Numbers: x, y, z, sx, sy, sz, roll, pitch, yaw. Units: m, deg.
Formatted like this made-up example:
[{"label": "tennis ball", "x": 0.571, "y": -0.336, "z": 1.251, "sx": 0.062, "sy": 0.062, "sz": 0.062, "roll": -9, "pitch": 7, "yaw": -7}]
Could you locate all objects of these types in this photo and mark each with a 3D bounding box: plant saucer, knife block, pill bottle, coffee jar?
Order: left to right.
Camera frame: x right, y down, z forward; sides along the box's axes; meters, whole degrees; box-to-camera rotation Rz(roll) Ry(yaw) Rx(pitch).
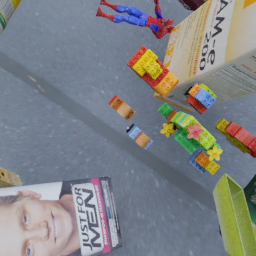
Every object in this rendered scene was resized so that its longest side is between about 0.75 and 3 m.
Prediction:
[{"label": "knife block", "x": -2.696, "y": 1.300, "z": 5.561, "sx": 1.041, "sy": 1.186, "sz": 0.379, "roll": -39, "pitch": 53, "yaw": 1}, {"label": "pill bottle", "x": -2.832, "y": -3.472, "z": 5.874, "sx": 1.605, "sy": 1.605, "sz": 2.846, "roll": 22, "pitch": 77, "yaw": 8}, {"label": "plant saucer", "x": 1.247, "y": 1.090, "z": 3.254, "sx": 0.224, "sy": 0.934, "sz": 0.933, "roll": -20, "pitch": 59, "yaw": 26}, {"label": "coffee jar", "x": 2.446, "y": 0.912, "z": 4.072, "sx": 2.439, "sy": 1.272, "sz": 1.041, "roll": -61, "pitch": 34, "yaw": 17}]

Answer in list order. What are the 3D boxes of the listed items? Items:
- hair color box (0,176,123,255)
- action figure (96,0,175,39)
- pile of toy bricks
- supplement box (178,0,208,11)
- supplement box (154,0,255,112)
[{"label": "hair color box", "x": -1.424, "y": 1.684, "z": 4.728, "sx": 0.869, "sy": 2.871, "sz": 1.436, "roll": -22, "pitch": 73, "yaw": 37}, {"label": "action figure", "x": 0.368, "y": -2.786, "z": 6.738, "sx": 2.093, "sy": 1.036, "sz": 0.683, "roll": 17, "pitch": 71, "yaw": -13}, {"label": "pile of toy bricks", "x": 0.983, "y": -0.023, "z": 4.648, "sx": 2.773, "sy": 1.369, "sz": 1.538, "roll": 40, "pitch": 93, "yaw": -14}, {"label": "supplement box", "x": 1.801, "y": -4.019, "z": 6.172, "sx": 2.410, "sy": 1.312, "sz": 0.734, "roll": -54, "pitch": 34, "yaw": 8}, {"label": "supplement box", "x": 1.819, "y": -1.547, "z": 5.387, "sx": 1.084, "sy": 2.948, "sz": 1.858, "roll": 21, "pitch": 74, "yaw": -20}]
